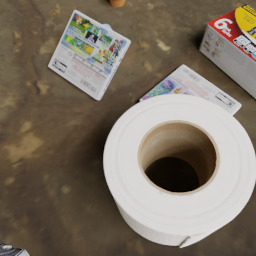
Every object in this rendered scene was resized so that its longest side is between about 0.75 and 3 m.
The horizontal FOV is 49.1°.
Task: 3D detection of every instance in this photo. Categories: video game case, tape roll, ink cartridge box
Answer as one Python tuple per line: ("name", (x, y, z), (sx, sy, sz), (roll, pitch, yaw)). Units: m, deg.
("video game case", (1.753, -0.679, 7.971), (1.965, 0.256, 2.158), (-40, 68, -21))
("tape roll", (0.969, 0.925, 5.904), (2.788, 1.914, 2.788), (-2, 62, 3))
("video game case", (-1.197, -2.145, 8.213), (2.087, 0.230, 1.903), (35, 105, 19))
("ink cartridge box", (4.033, -2.453, 8.512), (2.375, 1.135, 2.706), (-31, 63, -18))

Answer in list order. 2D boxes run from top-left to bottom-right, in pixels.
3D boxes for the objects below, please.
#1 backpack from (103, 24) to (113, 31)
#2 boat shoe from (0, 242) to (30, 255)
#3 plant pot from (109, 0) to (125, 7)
("backpack", (-0.808, -2.562, 8.742), (1.082, 0.869, 1.182), (-23, 66, -9))
("boat shoe", (-1.170, 1.150, 2.423), (0.396, 1.103, 0.374), (-34, 83, -13))
("plant pot", (-0.399, -4.820, 10.285), (0.764, 0.535, 0.764), (0, 58, 0))
